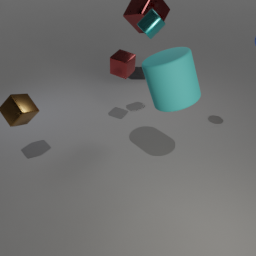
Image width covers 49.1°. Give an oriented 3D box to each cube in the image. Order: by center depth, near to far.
[{"bbox_3d":[-3.264,-0.542,8.406,0.700,0.700,0.700,53,23,7],"label":"cube"},{"bbox_3d":[-0.192,-2.338,10.251,0.700,0.700,0.700,23,49,19],"label":"cube"},{"bbox_3d":[0.904,-5.601,13.586,1.400,1.400,1.400,20,80,47],"label":"cube"}]

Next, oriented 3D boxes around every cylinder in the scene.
[{"bbox_3d":[1.246,-1.393,8.007,1.400,1.400,1.400,-17,27,9],"label":"cylinder"},{"bbox_3d":[0.780,-3.494,9.432,0.700,0.700,0.700,-43,30,16],"label":"cylinder"}]
